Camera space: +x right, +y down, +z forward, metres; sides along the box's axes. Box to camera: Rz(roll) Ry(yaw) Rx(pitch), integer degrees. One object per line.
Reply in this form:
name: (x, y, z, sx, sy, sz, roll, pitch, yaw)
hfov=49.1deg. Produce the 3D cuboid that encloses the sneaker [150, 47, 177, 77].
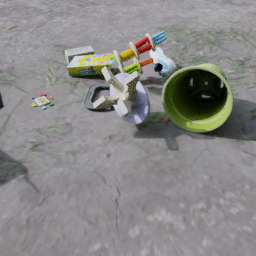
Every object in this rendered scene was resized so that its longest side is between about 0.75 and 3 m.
sneaker: (1.501, -3.212, 13.548, 0.902, 0.894, 2.488, -23, 38, -4)

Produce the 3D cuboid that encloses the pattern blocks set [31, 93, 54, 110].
pattern blocks set: (-3.565, -1.122, 11.640, 1.068, 0.087, 0.939, 28, 48, 28)

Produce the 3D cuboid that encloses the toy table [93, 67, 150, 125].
toy table: (-0.154, -1.135, 9.611, 2.053, 1.888, 1.203, 51, 17, 23)

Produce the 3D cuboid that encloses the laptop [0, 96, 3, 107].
laptop: (-6.206, -1.039, 11.544, 1.653, 0.854, 1.465, -36, 46, -2)

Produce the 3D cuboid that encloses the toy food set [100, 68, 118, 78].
toy food set: (-1.227, -2.684, 13.401, 1.479, 0.233, 0.940, 13, 43, 28)

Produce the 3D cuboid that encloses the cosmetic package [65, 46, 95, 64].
cosmetic package: (-2.474, -3.762, 14.438, 1.400, 0.498, 0.736, -14, 42, -16)

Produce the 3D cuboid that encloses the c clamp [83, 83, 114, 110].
c clamp: (-0.839, -1.441, 11.845, 1.949, 0.309, 2.281, 7, 41, 9)

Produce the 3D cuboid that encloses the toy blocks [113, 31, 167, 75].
toy blocks: (0.653, -3.137, 12.140, 2.264, 1.887, 0.822, -28, 65, -1)

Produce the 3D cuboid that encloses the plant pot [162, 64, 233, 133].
plant pot: (2.761, -1.396, 10.495, 2.424, 2.424, 2.228, 16, 32, 18)

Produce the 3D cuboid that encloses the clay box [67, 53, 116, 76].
clay box: (-1.618, -3.004, 13.265, 2.215, 0.527, 1.273, 0, 38, 12)
